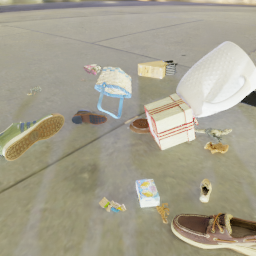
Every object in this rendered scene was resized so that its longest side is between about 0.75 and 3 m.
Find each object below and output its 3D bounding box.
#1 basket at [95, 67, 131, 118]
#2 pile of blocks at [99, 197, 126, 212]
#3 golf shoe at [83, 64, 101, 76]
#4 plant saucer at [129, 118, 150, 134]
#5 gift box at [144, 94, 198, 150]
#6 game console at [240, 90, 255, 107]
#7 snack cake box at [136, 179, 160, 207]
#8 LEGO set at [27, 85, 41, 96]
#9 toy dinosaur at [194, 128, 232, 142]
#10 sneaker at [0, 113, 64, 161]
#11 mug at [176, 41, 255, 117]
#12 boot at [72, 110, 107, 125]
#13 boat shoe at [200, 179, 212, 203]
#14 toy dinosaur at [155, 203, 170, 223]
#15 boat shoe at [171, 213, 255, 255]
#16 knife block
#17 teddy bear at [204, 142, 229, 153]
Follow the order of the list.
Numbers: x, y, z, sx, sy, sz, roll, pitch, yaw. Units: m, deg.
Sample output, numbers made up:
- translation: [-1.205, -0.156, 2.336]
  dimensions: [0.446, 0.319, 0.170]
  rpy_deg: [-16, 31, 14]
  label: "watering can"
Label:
- translation: [-0.566, -1.374, 11.017]
  dimensions: [1.228, 1.766, 1.557]
  rpy_deg: [2, -13, 27]
  label: "basket"
- translation: [-0.425, 2.210, 7.908]
  dimensions: [0.789, 0.324, 0.245]
  rpy_deg: [18, -8, 12]
  label: "pile of blocks"
- translation: [-1.200, -1.992, 9.441]
  dimensions: [0.789, 0.286, 0.363]
  rpy_deg: [25, 67, 44]
  label: "golf shoe"
- translation: [0.596, -0.125, 11.717]
  dimensions: [1.084, 0.187, 1.084]
  rpy_deg: [0, 31, 0]
  label: "plant saucer"
- translation: [1.656, -0.215, 10.629]
  dimensions: [1.576, 1.688, 1.557]
  rpy_deg: [-21, 39, -4]
  label: "gift box"
- translation: [6.106, -1.501, 14.012]
  dimensions: [1.343, 0.781, 1.181]
  rpy_deg: [26, 10, 35]
  label: "game console"
- translation: [0.563, 1.880, 8.164]
  dimensions: [0.542, 0.316, 0.942]
  rpy_deg: [-5, 22, -5]
  label: "snack cake box"
- translation: [-4.890, -2.000, 14.677]
  dimensions: [0.648, 0.283, 0.998]
  rpy_deg: [0, 31, -1]
  label: "LEGO set"
- translation: [3.211, 0.167, 10.875]
  dimensions: [1.865, 0.443, 0.822]
  rpy_deg: [9, 18, -8]
  label: "toy dinosaur"
- translation: [-3.851, 0.059, 10.634]
  dimensions: [1.272, 0.950, 2.833]
  rpy_deg: [23, 41, 25]
  label: "sneaker"
- translation: [3.360, -1.543, 10.531]
  dimensions: [2.571, 2.165, 2.933]
  rpy_deg: [-35, 25, 5]
  label: "mug"
- translation: [-1.599, -0.546, 12.040]
  dimensions: [1.514, 0.566, 0.734]
  rpy_deg: [1, 34, 6]
  label: "boot"
- translation: [2.340, 1.814, 8.417]
  dimensions: [0.343, 0.309, 0.950]
  rpy_deg: [10, 33, 17]
  label: "boat shoe"
- translation: [0.893, 2.240, 7.777]
  dimensions: [0.462, 0.263, 0.871]
  rpy_deg: [-16, 35, -23]
  label: "toy dinosaur"
- translation: [2.330, 2.423, 6.856]
  dimensions: [2.483, 0.893, 0.896]
  rpy_deg: [10, 33, 16]
  label: "boat shoe"
- translation: [1.880, -3.677, 17.039]
  dimensions: [2.138, 0.684, 1.877]
  rpy_deg: [12, 33, 20]
  label: "knife block"
- translation: [3.239, 0.731, 10.286]
  dimensions: [0.855, 0.285, 0.620]
  rpy_deg: [3, 23, 19]
  label: "teddy bear"
